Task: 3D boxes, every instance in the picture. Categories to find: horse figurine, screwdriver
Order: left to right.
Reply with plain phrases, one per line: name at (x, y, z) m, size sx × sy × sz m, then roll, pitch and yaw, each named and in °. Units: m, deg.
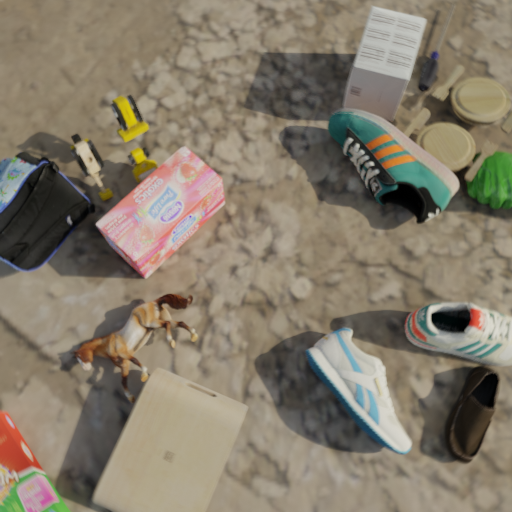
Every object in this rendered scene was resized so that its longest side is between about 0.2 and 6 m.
horse figurine at (-2.132, 1.522, 10.442) m, size 2.414 × 0.602 × 1.600 m, roll -46°, pitch 52°, yaw -7°
screwdriver at (4.201, -4.829, 12.940) m, size 0.354 × 0.369 × 2.536 m, roll 21°, pitch 69°, yaw 6°

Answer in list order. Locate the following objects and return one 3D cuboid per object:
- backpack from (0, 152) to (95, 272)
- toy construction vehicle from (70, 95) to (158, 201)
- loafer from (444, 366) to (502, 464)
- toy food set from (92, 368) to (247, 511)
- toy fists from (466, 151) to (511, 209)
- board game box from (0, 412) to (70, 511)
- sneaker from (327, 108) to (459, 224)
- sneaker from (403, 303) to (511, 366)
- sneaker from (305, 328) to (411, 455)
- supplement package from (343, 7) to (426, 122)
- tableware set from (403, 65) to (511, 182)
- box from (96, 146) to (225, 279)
backpack at (-4.471, -0.787, 10.787) m, size 1.439 × 1.792 × 1.958 m, roll 20°, pitch 69°, yaw 31°
toy construction vehicle at (-2.875, -2.160, 11.305) m, size 1.592 × 1.828 × 0.644 m, roll -35°, pitch 44°, yaw -14°
loafer at (3.914, 2.804, 10.085) m, size 0.673 × 0.658 × 1.844 m, roll 20°, pitch 72°, yaw 7°
toy food set at (-1.485, 3.504, 9.893) m, size 1.831 × 0.771 × 2.552 m, roll 23°, pitch 78°, yaw 3°
toy fists at (5.446, -1.434, 11.529) m, size 2.190 × 0.753 × 1.117 m, roll 8°, pitch 64°, yaw 4°
board game box at (-4.577, 4.131, 9.741) m, size 1.687 × 0.445 × 2.205 m, roll -38°, pitch 75°, yaw -12°
sneaker at (2.572, -1.846, 11.470) m, size 3.041 × 1.085 × 1.215 m, roll 37°, pitch 73°, yaw 12°
sneaker at (4.116, 1.394, 10.278) m, size 2.592 × 1.212 × 0.913 m, roll 9°, pitch 71°, yaw 4°
sneaker at (1.999, 2.425, 10.083) m, size 0.996 × 0.943 × 2.466 m, roll -35°, pitch 76°, yaw -12°
supplement package at (2.703, -4.071, 11.993) m, size 1.179 × 1.533 × 1.603 m, roll 17°, pitch 72°, yaw 6°
tableware set at (4.403, -2.758, 12.072) m, size 1.798 × 0.545 × 2.720 m, roll 34°, pitch 72°, yaw 19°
box at (-1.814, -0.852, 11.066) m, size 1.110 × 1.203 × 2.344 m, roll 42°, pitch 75°, yaw 13°
